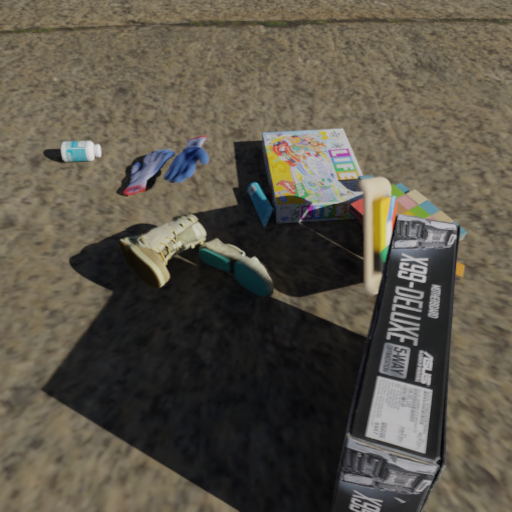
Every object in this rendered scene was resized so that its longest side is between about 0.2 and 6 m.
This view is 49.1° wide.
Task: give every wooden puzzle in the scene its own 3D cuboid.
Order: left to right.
[{"bbox_3d":[2.114,-0.400,9.417,0.339,1.821,1.684,-3,8,26],"label":"wooden puzzle"},{"bbox_3d":[2.956,-0.647,10.854,1.731,0.205,2.919,-26,60,-35],"label":"wooden puzzle"}]

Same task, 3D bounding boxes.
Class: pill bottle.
[{"bbox_3d":[-4.121,-2.462,13.196,0.850,0.471,0.471,-2,41,-2],"label":"pill bottle"}]

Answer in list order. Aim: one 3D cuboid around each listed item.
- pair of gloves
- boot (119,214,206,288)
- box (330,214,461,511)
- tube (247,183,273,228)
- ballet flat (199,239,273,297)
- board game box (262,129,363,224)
[{"bbox_3d":[-1.918,-1.997,12.340,2.099,0.239,1.687,-9,40,24],"label":"pair of gloves"},{"bbox_3d":[-1.526,-0.159,9.932,1.447,0.674,1.871,-25,26,-20],"label":"boot"},{"bbox_3d":[1.666,1.610,6.836,0.868,2.751,3.488,12,42,13],"label":"box"},{"bbox_3d":[0.097,-1.111,11.725,0.300,0.461,1.192,4,35,-21],"label":"tube"},{"bbox_3d":[-0.277,0.130,10.148,1.768,0.596,0.551,30,47,28],"label":"ballet flat"},{"bbox_3d":[1.250,-1.858,12.469,1.978,0.503,2.942,-4,41,-4],"label":"board game box"}]
